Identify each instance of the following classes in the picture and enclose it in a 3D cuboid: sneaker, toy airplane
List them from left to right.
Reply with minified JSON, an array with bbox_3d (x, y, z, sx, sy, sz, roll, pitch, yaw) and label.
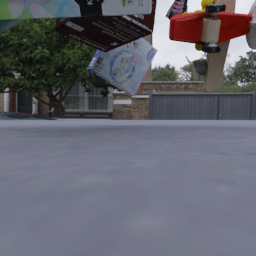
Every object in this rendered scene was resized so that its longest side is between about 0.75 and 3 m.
[{"bbox_3d":[1.708,-3.813,8.650,0.585,0.501,1.427,38,-25,-2],"label":"sneaker"},{"bbox_3d":[2.393,-2.869,7.696,2.086,2.956,2.943,28,-7,46],"label":"toy airplane"}]

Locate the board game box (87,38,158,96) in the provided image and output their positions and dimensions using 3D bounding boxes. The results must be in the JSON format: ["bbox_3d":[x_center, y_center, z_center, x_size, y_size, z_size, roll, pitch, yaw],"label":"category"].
[{"bbox_3d":[-0.149,-2.493,10.102,1.990,2.000,0.434,29,-4,-31],"label":"board game box"}]

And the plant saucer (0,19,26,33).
[{"bbox_3d":[-3.061,-2.796,7.035,2.847,0.390,2.847,-19,34,13],"label":"plant saucer"}]

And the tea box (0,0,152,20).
[{"bbox_3d":[-1.003,-3.002,4.282,2.762,1.876,2.808,-1,38,5],"label":"tea box"}]

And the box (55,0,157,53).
[{"bbox_3d":[-0.608,-3.574,7.927,1.921,1.901,2.315,12,-10,-38],"label":"box"}]
